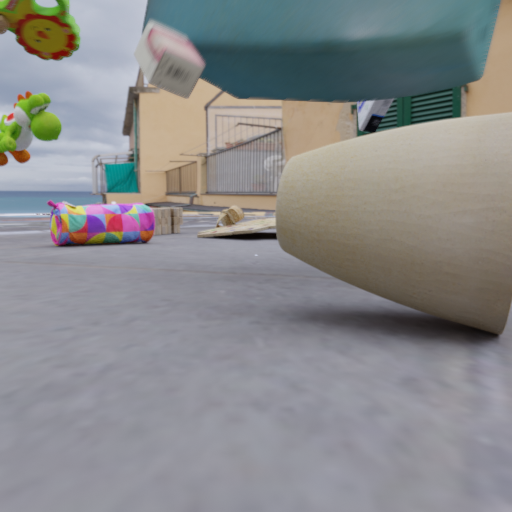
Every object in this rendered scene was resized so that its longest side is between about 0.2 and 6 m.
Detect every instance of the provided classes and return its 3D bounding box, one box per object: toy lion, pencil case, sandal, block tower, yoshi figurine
[{"bbox_3d":[-3.318,-3.646,8.616,1.358,0.486,1.417,19,-33,-35],"label":"toy lion"},{"bbox_3d":[-3.191,-0.679,11.612,2.127,0.940,0.940,-1,5,-34],"label":"pencil case"},{"bbox_3d":[-0.903,-0.946,15.995,0.594,0.662,1.806,-38,2,-21],"label":"sandal"},{"bbox_3d":[-3.047,-0.911,14.900,0.796,0.744,2.753,2,6,31],"label":"block tower"},{"bbox_3d":[-3.149,-1.662,7.768,0.739,0.742,1.320,25,-44,-33],"label":"yoshi figurine"}]

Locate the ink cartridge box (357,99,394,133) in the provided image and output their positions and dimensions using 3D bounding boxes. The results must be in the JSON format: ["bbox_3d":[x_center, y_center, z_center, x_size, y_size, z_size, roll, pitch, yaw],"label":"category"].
[{"bbox_3d":[2.537,-3.832,12.221,0.425,2.167,1.078,7,-32,-9],"label":"ink cartridge box"}]

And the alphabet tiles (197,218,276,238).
[{"bbox_3d":[0.410,-0.867,14.680,3.102,0.118,3.728,-3,8,42],"label":"alphabet tiles"}]

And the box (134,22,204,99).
[{"bbox_3d":[-0.829,-1.848,5.285,0.429,0.365,0.670,13,34,-36],"label":"box"}]

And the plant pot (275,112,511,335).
[{"bbox_3d":[1.000,-0.302,4.023,1.583,1.482,1.482,7,8,21],"label":"plant pot"}]

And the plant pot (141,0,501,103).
[{"bbox_3d":[0.906,-2.973,6.123,3.251,2.297,2.296,13,6,25],"label":"plant pot"}]
